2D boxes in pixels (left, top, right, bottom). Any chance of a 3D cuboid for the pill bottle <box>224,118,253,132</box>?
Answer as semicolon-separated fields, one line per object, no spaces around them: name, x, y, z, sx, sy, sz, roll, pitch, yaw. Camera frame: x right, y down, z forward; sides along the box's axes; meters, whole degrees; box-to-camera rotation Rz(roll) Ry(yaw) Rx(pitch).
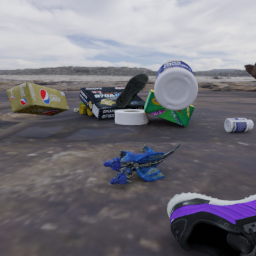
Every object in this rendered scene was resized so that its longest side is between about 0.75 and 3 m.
pill bottle;3.637;-0.090;9.170;0.827;0.459;0.459;-1;9;-10

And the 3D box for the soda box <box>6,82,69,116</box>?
soda box;-2.545;-0.785;8.171;0.682;0.645;2.014;-19;-6;14

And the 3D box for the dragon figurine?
dragon figurine;0.338;0.613;4.825;1.680;0.495;0.835;-4;10;-20

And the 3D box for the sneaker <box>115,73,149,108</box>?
sneaker;0.213;-1.685;12.106;0.693;1.814;1.039;39;20;-3

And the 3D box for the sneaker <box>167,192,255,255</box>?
sneaker;1.129;1.006;2.692;1.461;0.508;0.726;-3;16;6

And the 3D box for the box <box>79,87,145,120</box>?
box;-0.656;-1.236;13.235;2.672;0.615;2.124;-6;35;-32

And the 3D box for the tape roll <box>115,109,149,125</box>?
tape roll;0.156;-0.450;11.243;1.374;0.481;1.374;0;9;0

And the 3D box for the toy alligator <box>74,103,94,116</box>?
toy alligator;-2.007;-1.065;14.221;0.984;0.713;2.968;-7;12;-40

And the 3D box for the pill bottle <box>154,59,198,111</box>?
pill bottle;1.565;-1.556;9.342;1.309;1.309;2.356;1;23;7

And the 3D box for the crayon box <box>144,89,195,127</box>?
crayon box;1.560;-0.892;11.320;1.676;0.822;2.821;20;10;1
